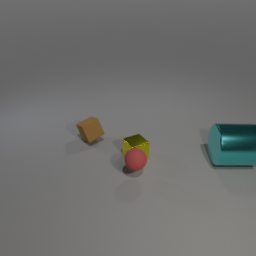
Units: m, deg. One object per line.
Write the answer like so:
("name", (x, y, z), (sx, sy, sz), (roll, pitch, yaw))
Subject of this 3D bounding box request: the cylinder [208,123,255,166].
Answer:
("cylinder", (3.556, 0.550, 9.358), (1.400, 1.400, 1.400), (0, 30, 0))

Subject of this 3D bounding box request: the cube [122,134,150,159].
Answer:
("cube", (0.269, 0.724, 9.780), (0.700, 0.700, 0.700), (-16, 33, -26))

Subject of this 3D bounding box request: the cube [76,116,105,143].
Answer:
("cube", (-1.434, 0.046, 10.628), (0.700, 0.700, 0.700), (-30, 21, -22))

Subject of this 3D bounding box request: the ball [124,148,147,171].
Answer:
("ball", (0.240, 0.968, 8.676), (0.700, 0.700, 0.700), (0, 30, 0))
